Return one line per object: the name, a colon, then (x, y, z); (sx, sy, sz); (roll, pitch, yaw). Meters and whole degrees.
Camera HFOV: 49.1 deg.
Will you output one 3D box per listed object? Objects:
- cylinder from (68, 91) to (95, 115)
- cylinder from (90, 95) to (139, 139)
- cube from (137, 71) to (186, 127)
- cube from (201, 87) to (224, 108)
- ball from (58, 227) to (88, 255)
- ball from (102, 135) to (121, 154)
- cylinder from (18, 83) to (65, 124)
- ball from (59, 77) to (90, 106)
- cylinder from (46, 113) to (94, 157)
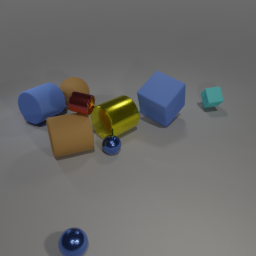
cylinder: (-1.577, -0.851, 9.592); (0.700, 0.700, 0.700); (13, 34, 10)
cylinder: (-0.516, -0.418, 10.934); (1.400, 1.400, 1.400); (-27, 41, -35)
cube: (1.385, -1.189, 11.475); (1.400, 1.400, 1.400); (31, 67, 26)
cube: (3.757, -1.375, 12.549); (0.700, 0.700, 0.700); (-8, 77, -7)
ball: (-1.294, 2.726, 6.642); (0.700, 0.700, 0.700); (0, 33, 0)
ball: (-0.585, 0.593, 10.025); (0.700, 0.700, 0.700); (0, 33, 0)
cylinder: (-3.629, -1.061, 11.840); (1.400, 1.400, 1.400); (17, 31, 25)
ball: (-2.458, -1.631, 12.840); (1.400, 1.400, 1.400); (0, 33, 0)
cylinder: (-2.057, 0.210, 9.936); (1.400, 1.400, 1.400); (-12, 34, -18)
